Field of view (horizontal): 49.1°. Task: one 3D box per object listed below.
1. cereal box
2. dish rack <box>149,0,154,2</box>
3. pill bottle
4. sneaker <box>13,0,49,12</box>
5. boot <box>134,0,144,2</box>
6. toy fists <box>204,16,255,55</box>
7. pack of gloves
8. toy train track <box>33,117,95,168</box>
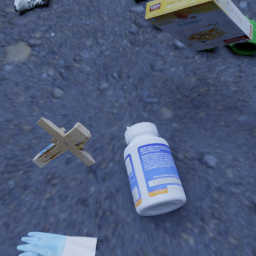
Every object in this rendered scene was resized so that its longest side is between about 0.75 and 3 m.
[{"bbox_3d":[1.543,-2.197,5.863,1.456,2.024,0.400,2,84,43],"label":"cereal box"},{"bbox_3d":[1.240,-4.081,10.000,1.077,0.383,1.404,-1,60,1],"label":"dish rack"},{"bbox_3d":[0.523,0.894,6.456,1.103,1.103,1.969,-10,59,-6],"label":"pill bottle"},{"bbox_3d":[-3.442,-4.654,10.231,0.835,0.548,1.452,23,59,16],"label":"sneaker"},{"bbox_3d":[0.734,-5.553,10.790,1.625,0.595,1.223,-24,62,-7],"label":"boot"},{"bbox_3d":[3.148,-3.095,9.134,2.395,0.824,1.221,8,66,3],"label":"toy fists"},{"bbox_3d":[-1.583,2.874,5.685,1.699,0.335,1.428,4,57,3],"label":"pack of gloves"},{"bbox_3d":[-1.107,0.274,4.600,1.041,1.815,0.295,43,49,-15],"label":"toy train track"}]
